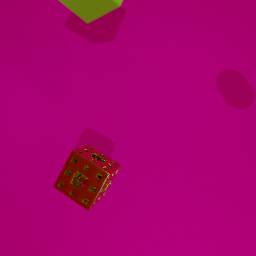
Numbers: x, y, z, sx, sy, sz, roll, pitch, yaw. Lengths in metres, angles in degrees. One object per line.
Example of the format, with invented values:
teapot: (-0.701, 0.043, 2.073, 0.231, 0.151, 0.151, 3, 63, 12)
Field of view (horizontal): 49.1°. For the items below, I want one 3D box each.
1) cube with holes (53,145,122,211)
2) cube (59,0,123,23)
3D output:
cube with holes: (-0.780, 0.945, 5.578, 0.833, 0.833, 0.833, 31, 101, 10)
cube: (-0.801, -3.372, 6.012, 1.357, 1.357, 1.357, 31, 73, -34)
